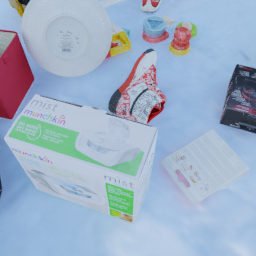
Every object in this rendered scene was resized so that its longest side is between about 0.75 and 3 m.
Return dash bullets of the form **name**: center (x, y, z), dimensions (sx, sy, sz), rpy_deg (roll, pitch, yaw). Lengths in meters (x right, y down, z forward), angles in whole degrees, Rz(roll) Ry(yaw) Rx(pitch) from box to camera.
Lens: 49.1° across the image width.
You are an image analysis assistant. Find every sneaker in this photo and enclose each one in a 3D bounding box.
- **sneaker**: center (1.027, -5.172, 10.295), dimensions (0.829, 0.914, 2.152), rpy_deg (10, 56, 7)
- **sneaker**: center (0.573, -1.095, 7.550), dimensions (1.252, 0.780, 2.335), rpy_deg (25, 62, 15)

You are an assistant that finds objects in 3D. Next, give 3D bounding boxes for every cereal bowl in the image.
- **cereal bowl**: center (-1.575, -2.442, 7.361), dimensions (2.404, 2.404, 1.001), rpy_deg (-9, 29, -6)

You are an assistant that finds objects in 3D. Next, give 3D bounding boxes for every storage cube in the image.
- **storage cube**: center (-3.610, -1.422, 7.236), dimensions (1.566, 1.647, 1.832), rpy_deg (9, 55, 7)

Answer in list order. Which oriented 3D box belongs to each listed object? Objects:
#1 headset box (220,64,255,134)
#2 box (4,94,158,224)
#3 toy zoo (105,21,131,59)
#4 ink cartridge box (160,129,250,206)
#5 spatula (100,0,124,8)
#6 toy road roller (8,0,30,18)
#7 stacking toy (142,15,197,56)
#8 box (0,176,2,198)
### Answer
- **headset box**: center (3.265, -0.659, 7.268), dimensions (1.395, 0.704, 1.877), rpy_deg (17, 57, 11)
- **box**: center (-0.759, 0.651, 5.497), dimensions (2.393, 2.111, 1.157), rpy_deg (17, 56, 11)
- **toy zoo**: center (-0.957, -2.750, 8.955), dimensions (2.359, 0.241, 1.548), rpy_deg (-23, 54, -15)
- **ink cartridge box**: center (1.739, 0.913, 6.443), dimensions (1.584, 0.397, 1.285), rpy_deg (-30, 61, -10)
- **spatula**: center (-0.884, -4.227, 9.692), dimensions (2.770, 0.222, 1.926), rpy_deg (-28, 30, -20)
- **toy road roller**: center (-2.827, -4.453, 9.271), dimensions (1.981, 1.668, 2.714), rpy_deg (-31, 60, -17)
- **stacking toy**: center (1.442, -3.318, 9.104), dimensions (1.776, 0.750, 1.608), rpy_deg (27, 60, 17)
- **box**: center (-3.561, 0.686, 5.826), dimensions (1.515, 0.846, 2.147), rpy_deg (2, 45, -32)
